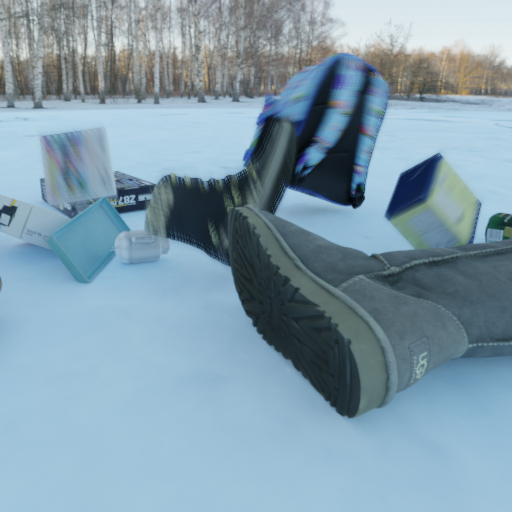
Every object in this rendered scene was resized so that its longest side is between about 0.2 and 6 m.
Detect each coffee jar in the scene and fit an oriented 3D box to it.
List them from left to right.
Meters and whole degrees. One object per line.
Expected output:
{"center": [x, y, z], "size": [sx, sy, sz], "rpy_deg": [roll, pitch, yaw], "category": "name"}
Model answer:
{"center": [4.535, -0.340, 9.234], "size": [1.314, 0.561, 0.685], "rpy_deg": [16, 24, 39], "category": "coffee jar"}

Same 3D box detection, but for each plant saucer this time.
{"center": [-2.581, -0.300, 8.894], "size": [0.232, 0.856, 2.448], "rpy_deg": [-32, 14, 11], "category": "plant saucer"}

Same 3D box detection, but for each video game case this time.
{"center": [-3.242, -1.645, 10.177], "size": [1.195, 1.312, 0.155], "rpy_deg": [-10, -11, -6], "category": "video game case"}

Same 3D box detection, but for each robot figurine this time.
{"center": [-1.809, -0.150, 8.738], "size": [0.898, 0.507, 0.761], "rpy_deg": [-6, -19, -21], "category": "robot figurine"}

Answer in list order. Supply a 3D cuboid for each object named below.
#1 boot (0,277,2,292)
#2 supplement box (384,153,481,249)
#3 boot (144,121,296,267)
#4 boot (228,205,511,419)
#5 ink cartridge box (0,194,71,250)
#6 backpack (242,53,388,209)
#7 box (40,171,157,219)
{"center": [-4.312, 0.667, 5.660], "size": [2.864, 1.098, 2.224], "rpy_deg": [7, 19, -6], "category": "boot"}
{"center": [2.567, -0.671, 8.070], "size": [0.719, 1.070, 1.071], "rpy_deg": [-28, 24, 46], "category": "supplement box"}
{"center": [-0.493, -1.043, 7.994], "size": [1.711, 2.265, 0.818], "rpy_deg": [18, -8, 16], "category": "boot"}
{"center": [1.942, 0.179, 6.326], "size": [3.878, 1.407, 3.526], "rpy_deg": [-15, 37, -21], "category": "boot"}
{"center": [-3.629, -0.518, 9.139], "size": [1.401, 0.580, 1.021], "rpy_deg": [16, -6, 39], "category": "ink cartridge box"}
{"center": [1.307, -2.620, 11.345], "size": [2.532, 2.773, 1.866], "rpy_deg": [11, 12, -41], "category": "backpack"}
{"center": [-3.530, -1.420, 12.500], "size": [1.920, 0.585, 2.382], "rpy_deg": [-11, 21, -34], "category": "box"}
